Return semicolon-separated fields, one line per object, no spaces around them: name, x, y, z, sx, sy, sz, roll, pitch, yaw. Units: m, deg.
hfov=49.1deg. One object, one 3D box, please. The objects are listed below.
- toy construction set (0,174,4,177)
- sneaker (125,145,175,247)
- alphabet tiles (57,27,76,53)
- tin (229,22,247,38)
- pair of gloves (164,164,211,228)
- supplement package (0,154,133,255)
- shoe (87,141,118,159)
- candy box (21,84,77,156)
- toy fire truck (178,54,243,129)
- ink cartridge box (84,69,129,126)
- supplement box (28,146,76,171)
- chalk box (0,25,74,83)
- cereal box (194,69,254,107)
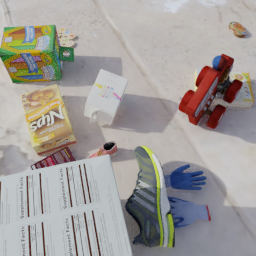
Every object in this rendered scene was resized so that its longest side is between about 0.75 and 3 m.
toy construction set;-3.961;1.278;7.659;1.472;1.034;2.245;-35;52;-22
sneaker;0.419;1.678;7.122;1.089;0.994;2.691;-8;60;-5
alphabet tiles;-2.872;-3.538;11.327;1.450;0.106;1.418;35;64;21
tin;4.553;-4.088;11.656;0.512;0.191;0.914;-13;57;-13
pair of gloves;1.486;1.817;7.640;1.403;0.199;1.745;-2;59;4
supplement package;-1.476;2.272;5.928;2.765;2.644;2.033;-11;57;-7
shoe;-0.789;0.734;8.265;1.044;0.475;0.373;-25;60;-16
candy box;-2.537;-0.310;8.876;1.242;0.595;2.152;-19;58;-10
toy fire truck;2.512;-1.184;8.425;1.334;1.998;2.380;32;86;19
ink cartridge box;-0.722;-0.862;8.838;0.945;0.970;1.509;21;67;-2
supplement box;-2.121;1.130;8.059;1.244;0.379;0.677;-29;60;-17
chalk box;-3.091;-2.634;9.934;2.297;1.423;1.433;-6;57;-3
cereal box;3.292;-1.409;9.744;1.904;0.376;1.370;6;57;4
